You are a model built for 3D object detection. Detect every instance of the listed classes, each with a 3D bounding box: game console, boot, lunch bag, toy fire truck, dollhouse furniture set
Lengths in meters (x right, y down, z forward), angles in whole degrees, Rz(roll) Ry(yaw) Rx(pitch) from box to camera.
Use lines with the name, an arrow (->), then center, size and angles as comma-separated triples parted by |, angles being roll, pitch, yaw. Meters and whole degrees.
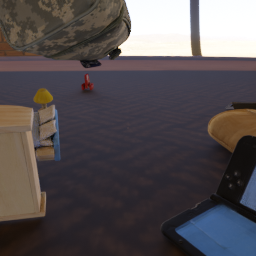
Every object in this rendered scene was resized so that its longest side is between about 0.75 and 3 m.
game console -> 1.453, 0.849, 2.884 | 1.009, 1.525, 1.734 | 23, 1, -38
boot -> 3.070, 0.251, 4.846 | 2.533, 0.957, 2.893 | -1, 16, -3
lunch bag -> -0.991, -2.317, 4.451 | 1.717, 2.464, 2.067 | -24, -1, 22
toy fire truck -> -1.866, -2.130, 12.878 | 0.477, 0.714, 0.850 | 0, 17, 1
dollhouse furniture set -> -2.047, -0.051, 3.829 | 2.106, 1.455, 2.230 | -3, 37, -12

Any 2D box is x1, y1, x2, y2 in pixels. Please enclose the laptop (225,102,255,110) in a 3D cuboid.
laptop -> 3.677, -0.461, 8.621 | 1.029, 0.637, 1.099 | 1, -11, 2
